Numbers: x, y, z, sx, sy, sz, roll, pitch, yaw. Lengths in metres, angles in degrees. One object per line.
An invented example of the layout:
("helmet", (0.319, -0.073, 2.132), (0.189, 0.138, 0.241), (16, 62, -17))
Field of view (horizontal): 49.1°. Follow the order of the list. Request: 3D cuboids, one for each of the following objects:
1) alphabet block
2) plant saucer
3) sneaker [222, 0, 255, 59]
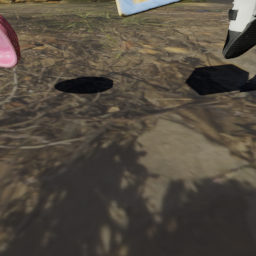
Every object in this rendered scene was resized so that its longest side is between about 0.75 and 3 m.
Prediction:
("alphabet block", (0.440, -3.104, 5.294), (1.639, 1.630, 1.669), (-13, 21, 2))
("plant saucer", (-3.505, -2.344, 6.824), (2.033, 2.033, 0.515), (13, 64, 23))
("sneaker", (2.758, -2.672, 6.416), (0.848, 2.288, 1.013), (-9, 55, -23))
